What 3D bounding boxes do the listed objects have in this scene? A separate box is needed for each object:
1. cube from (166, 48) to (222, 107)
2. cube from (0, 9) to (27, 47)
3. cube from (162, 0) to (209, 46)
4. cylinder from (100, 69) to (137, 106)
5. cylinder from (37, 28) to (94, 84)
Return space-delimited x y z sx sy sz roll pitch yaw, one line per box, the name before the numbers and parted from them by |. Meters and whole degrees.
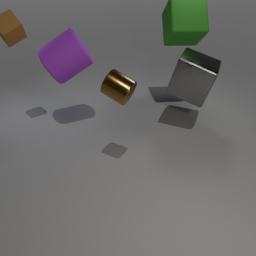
cube | 2.386 -1.856 10.176 1.400 1.400 1.400 25 37 8
cube | -3.777 -3.170 8.930 0.700 0.700 0.700 -37 80 -14
cube | 2.192 -4.132 10.925 1.400 1.400 1.400 -2 -5 -7
cylinder | -0.237 -1.043 7.189 0.700 0.700 0.700 32 36 7
cylinder | -2.145 -2.481 9.725 1.400 1.400 1.400 -32 31 5
